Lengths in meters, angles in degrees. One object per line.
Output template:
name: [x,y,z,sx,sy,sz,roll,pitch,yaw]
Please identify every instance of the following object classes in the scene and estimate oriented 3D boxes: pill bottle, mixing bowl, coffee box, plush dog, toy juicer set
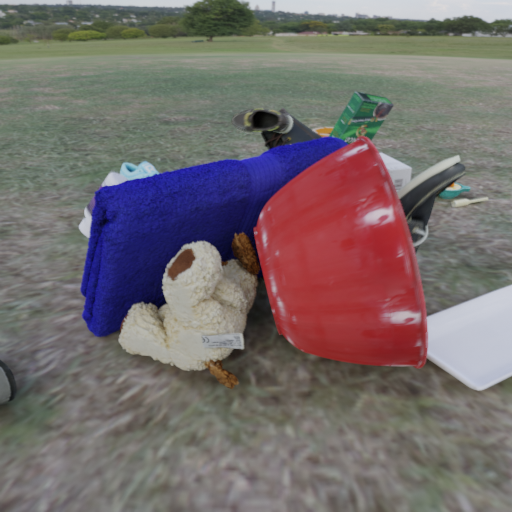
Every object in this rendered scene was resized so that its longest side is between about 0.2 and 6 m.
pill bottle: [-2.234,-0.714,8.444,0.545,0.979,0.545,37,14,-10]
mixing bowl: [0.938,0.133,7.378,1.668,3.080,3.080,-14,26,2]
coffee box: [1.832,-2.311,10.312,0.854,1.389,0.305,-2,48,-37]
plush dog: [-0.571,0.693,7.648,1.687,2.102,1.806,41,36,-3]
toy juicer set: [4.578,-1.613,13.651,1.136,0.486,1.786,-23,34,-40]

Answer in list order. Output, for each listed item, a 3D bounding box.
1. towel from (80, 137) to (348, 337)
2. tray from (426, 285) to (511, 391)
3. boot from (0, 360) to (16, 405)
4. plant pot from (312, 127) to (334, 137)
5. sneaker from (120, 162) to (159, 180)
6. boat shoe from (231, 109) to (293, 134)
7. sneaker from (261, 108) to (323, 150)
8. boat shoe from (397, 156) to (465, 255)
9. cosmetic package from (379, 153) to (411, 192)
towel: [-0.665,-0.417,8.381,3.987,2.944,0.988,-20,60,-35]
tray: [3.499,1.141,8.015,2.853,0.316,1.532,-14,28,-27]
boot: [-4.595,1.618,6.449,3.138,1.063,2.050,13,22,12]
plant pot: [1.877,-2.510,14.434,1.561,1.430,1.561,0,26,0]
sneaker: [-2.630,-1.863,13.778,2.016,0.826,0.745,14,30,27]
boat shoe: [0.042,-2.947,12.133,1.523,0.543,0.458,10,4,34]
sneaker: [0.605,-2.111,12.218,1.544,1.087,2.906,39,35,-8]
boat shoe: [2.346,-0.498,8.810,0.991,2.759,0.933,-26,73,-43]
cosmetic package: [3.228,-2.034,14.167,0.641,0.813,1.511,-7,28,-14]
